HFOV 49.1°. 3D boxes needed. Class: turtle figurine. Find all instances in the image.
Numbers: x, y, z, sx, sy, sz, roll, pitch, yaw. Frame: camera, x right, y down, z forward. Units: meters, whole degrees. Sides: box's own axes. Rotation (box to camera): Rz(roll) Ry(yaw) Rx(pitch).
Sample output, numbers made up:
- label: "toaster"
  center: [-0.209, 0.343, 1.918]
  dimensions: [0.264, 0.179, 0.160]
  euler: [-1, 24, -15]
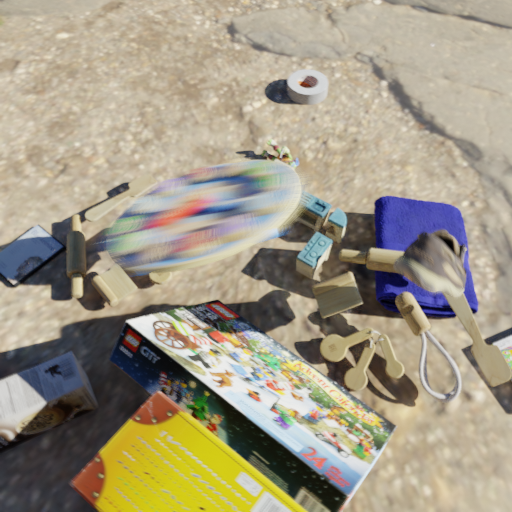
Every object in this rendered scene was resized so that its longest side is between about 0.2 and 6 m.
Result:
- label: "turtle figurine"
  center: [0.459, -2.327, 13.211]
  dimensions: [0.930, 0.669, 0.901]
  euler: [-30, 56, -24]

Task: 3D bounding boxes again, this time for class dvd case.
- label: "dvd case"
  center: [-4.858, -0.012, 11.889]
  dimensions: [0.953, 0.117, 1.335]
  euler: [34, 61, 22]

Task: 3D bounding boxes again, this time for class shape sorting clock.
- label: "shape sorting clock"
  center: [-0.826, -0.727, 8.469]
  dimensions: [3.055, 0.599, 3.055]
  euler: [-13, 35, 9]

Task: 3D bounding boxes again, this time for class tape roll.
- label: "tape roll"
  center: [1.365, -4.508, 14.948]
  dimensions: [1.071, 0.354, 1.071]
  euler: [0, 54, -1]

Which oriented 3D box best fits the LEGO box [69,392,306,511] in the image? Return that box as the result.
- label: "LEGO box"
  center: [-0.187, 3.973, 7.295]
  dimensions: [3.976, 2.961, 1.534]
  euler: [33, 61, 22]

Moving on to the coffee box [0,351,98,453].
- label: "coffee box"
  center: [-3.811, 2.512, 9.505]
  dimensions: [1.895, 1.071, 0.756]
  euler: [-23, 58, -15]

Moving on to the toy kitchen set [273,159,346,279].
- label: "toy kitchen set"
  center: [0.770, -0.771, 11.777]
  dimensions: [2.002, 1.179, 1.604]
  euler: [29, 60, 20]

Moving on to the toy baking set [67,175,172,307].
- label: "toy baking set"
  center: [-2.817, -0.350, 12.022]
  dimensions: [2.515, 0.381, 3.277]
  euler: [-11, 55, -11]

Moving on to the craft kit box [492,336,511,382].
- label: "craft kit box"
  center: [5.317, 2.012, 10.335]
  dimensions: [1.432, 0.347, 1.414]
  euler: [-20, 60, -13]

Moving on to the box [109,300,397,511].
- label: "box"
  center: [0.049, 2.194, 8.896]
  dimensions: [3.989, 0.752, 2.724]
  euler: [33, 17, 21]

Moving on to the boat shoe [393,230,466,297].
- label: "boat shoe"
  center: [2.973, 0.091, 8.849]
  dimensions: [0.860, 2.308, 0.846]
  euler: [37, 106, 27]

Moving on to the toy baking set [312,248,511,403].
- label: "toy baking set"
  center: [2.758, 1.215, 10.350]
  dimensions: [3.577, 0.416, 2.745]
  euler: [3, 75, 17]

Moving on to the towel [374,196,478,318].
- label: "towel"
  center: [3.401, 0.011, 11.610]
  dimensions: [1.996, 0.670, 2.704]
  euler: [9, 55, -2]
